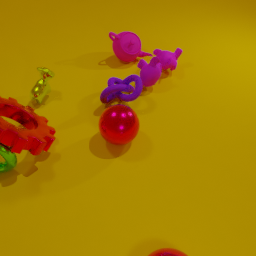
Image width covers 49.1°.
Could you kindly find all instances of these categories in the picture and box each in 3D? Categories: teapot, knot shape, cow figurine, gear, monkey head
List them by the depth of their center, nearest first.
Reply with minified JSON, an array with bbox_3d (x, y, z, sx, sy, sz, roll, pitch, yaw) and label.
[{"bbox_3d":[-3.635,0.657,6.693,1.720,0.795,1.610,42,95,1],"label":"knot shape"},{"bbox_3d":[-2.830,-0.135,6.959,2.095,0.388,2.095,33,13,-9],"label":"gear"},{"bbox_3d":[-0.129,-1.178,8.410,1.261,0.623,1.348,-1,31,33],"label":"knot shape"},{"bbox_3d":[-2.609,-1.312,8.455,0.555,0.994,1.010,28,65,-1],"label":"cow figurine"},{"bbox_3d":[0.609,-1.824,9.023,0.943,1.310,0.790,39,31,11],"label":"monkey head"},{"bbox_3d":[1.384,-2.435,9.589,0.746,0.890,1.237,22,22,-35],"label":"monkey head"},{"bbox_3d":[0.066,-2.917,9.985,1.734,0.849,1.078,25,80,-19],"label":"teapot"}]

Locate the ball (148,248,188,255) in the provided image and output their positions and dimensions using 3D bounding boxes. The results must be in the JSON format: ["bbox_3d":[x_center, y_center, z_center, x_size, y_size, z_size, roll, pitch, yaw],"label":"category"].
[{"bbox_3d":[0.708,2.664,4.817,1.117,1.117,1.117,0,47,0],"label":"ball"}]

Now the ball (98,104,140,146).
[{"bbox_3d":[-0.235,-0.083,7.366,1.085,1.085,1.085,0,47,0],"label":"ball"}]
